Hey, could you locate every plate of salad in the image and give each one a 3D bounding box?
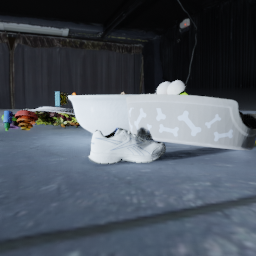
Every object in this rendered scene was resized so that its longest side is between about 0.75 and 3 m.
[{"bbox_3d":[-2.634,-0.336,11.417,2.838,0.682,2.838,7,-7,1],"label":"plate of salad"}]

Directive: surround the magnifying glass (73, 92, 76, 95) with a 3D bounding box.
[{"bbox_3d":[-1.952,-1.016,11.568,0.417,1.048,0.117,-37,-5,21],"label":"magnifying glass"}]

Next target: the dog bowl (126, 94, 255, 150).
[{"bbox_3d":[1.361,-0.083,6.064,2.921,0.857,2.921,7,0,0],"label":"dog bowl"}]

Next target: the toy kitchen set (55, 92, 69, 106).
[{"bbox_3d":[-3.363,-1.184,15.492,2.109,1.689,1.242,4,6,39],"label":"toy kitchen set"}]

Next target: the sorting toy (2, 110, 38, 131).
[{"bbox_3d":[-4.308,-0.182,10.885,1.799,0.738,1.081,-11,-18,38],"label":"sorting toy"}]

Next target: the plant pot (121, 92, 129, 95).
[{"bbox_3d":[0.137,-1.036,15.811,1.460,1.674,1.674,16,1,-14],"label":"plant pot"}]

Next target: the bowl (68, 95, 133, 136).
[{"bbox_3d":[-0.267,-0.302,8.070,2.836,1.275,2.836,0,5,0],"label":"bowl"}]

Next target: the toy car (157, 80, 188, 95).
[{"bbox_3d":[2.429,-1.203,15.429,2.020,2.357,2.694,-38,19,-16],"label":"toy car"}]

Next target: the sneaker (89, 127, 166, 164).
[{"bbox_3d":[0.026,0.305,5.021,1.446,0.630,0.539,-1,5,-20],"label":"sneaker"}]

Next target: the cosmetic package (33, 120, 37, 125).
[{"bbox_3d":[-4.837,-0.421,13.620,0.824,0.508,0.827,0,5,-5],"label":"cosmetic package"}]

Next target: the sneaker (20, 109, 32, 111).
[{"bbox_3d":[-4.979,-0.666,15.624,2.125,0.706,0.962,4,2,0],"label":"sneaker"}]
